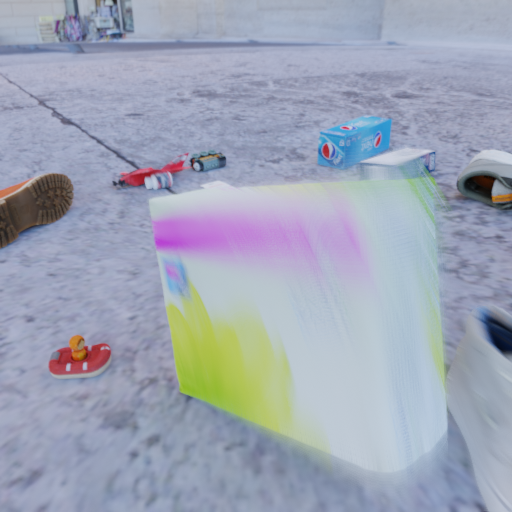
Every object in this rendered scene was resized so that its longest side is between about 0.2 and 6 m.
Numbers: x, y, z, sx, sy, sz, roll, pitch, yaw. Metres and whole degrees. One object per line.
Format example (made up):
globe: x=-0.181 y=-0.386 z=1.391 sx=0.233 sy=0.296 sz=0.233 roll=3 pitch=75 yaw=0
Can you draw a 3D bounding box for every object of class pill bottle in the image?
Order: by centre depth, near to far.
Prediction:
pill bottle: x=-2.299 y=-1.748 z=13.186 sx=0.581 sy=0.347 sz=0.347 roll=-15 pitch=30 yaw=-24

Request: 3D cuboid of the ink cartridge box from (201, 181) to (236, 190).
ink cartridge box: x=-0.778 y=-1.357 z=12.435 sx=0.550 sy=0.319 sz=0.944 roll=-19 pitch=34 yaw=-33

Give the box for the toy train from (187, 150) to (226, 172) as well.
toy train: x=-1.266 y=-2.460 z=14.580 sx=1.021 sy=0.435 sz=0.582 roll=-21 pitch=43 yaw=-36

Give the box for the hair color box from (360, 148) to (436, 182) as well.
hair color box: x=3.490 y=-2.187 z=13.737 sx=1.836 sy=0.556 sz=0.918 roll=-21 pitch=26 yaw=-35

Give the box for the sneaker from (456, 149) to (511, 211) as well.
sneaker: x=5.795 y=-1.330 z=11.606 sx=1.338 sy=1.247 sz=3.374 roll=-33 pitch=34 yaw=-33

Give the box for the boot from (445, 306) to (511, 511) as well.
boot: x=2.601 y=1.570 z=5.466 sx=0.984 sy=1.279 sz=2.676 roll=-3 pitch=27 yaw=-5

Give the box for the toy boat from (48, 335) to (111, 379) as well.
toy boat: x=-2.222 y=1.222 z=7.045 sx=0.766 sy=0.501 sz=0.500 roll=-3 pitch=27 yaw=-7

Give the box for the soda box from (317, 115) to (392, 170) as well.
soda box: x=2.734 y=-3.157 z=15.386 sx=0.849 sy=0.898 sz=2.647 roll=20 pitch=33 yaw=34

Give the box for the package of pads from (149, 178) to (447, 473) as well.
package of pads: x=0.265 y=0.546 z=5.676 sx=1.089 sy=2.466 sz=3.192 roll=-17 pitch=14 yaw=-40

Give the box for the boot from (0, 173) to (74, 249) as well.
boot: x=-4.882 y=-1.017 z=11.102 sx=1.424 sy=0.996 sz=2.656 roll=8 pitch=28 yaw=27

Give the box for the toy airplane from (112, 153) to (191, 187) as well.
toy airplane: x=-2.493 y=-2.017 z=13.548 sx=2.101 sy=0.387 sz=2.101 roll=-15 pitch=16 yaw=4
